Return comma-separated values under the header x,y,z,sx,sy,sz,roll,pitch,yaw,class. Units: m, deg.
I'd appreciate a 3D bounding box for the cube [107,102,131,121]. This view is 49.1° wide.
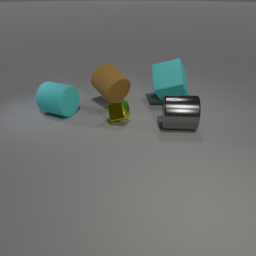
x,y,z,sx,sy,sz,roll,pitch,yaw,class
-0.374,-0.694,11.896,0.700,0.700,0.700,-10,0,22,cube

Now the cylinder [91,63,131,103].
x,y,z,sx,sy,sz,roll,pitch,yaw,class
-0.823,-2.126,13.333,1.400,1.400,1.400,-21,52,-33,cylinder

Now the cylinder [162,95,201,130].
x,y,z,sx,sy,sz,roll,pitch,yaw,class
2.130,-0.637,11.427,1.400,1.400,1.400,2,28,3,cylinder

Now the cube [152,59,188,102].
x,y,z,sx,sy,sz,roll,pitch,yaw,class
2.048,-2.286,13.594,1.400,1.400,1.400,-10,-21,21,cube

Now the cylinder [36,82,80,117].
x,y,z,sx,sy,sz,roll,pitch,yaw,class
-3.159,-1.313,12.689,1.400,1.400,1.400,13,31,24,cylinder
